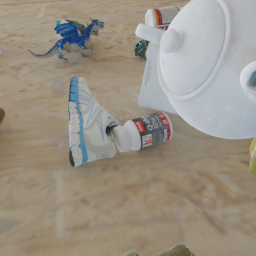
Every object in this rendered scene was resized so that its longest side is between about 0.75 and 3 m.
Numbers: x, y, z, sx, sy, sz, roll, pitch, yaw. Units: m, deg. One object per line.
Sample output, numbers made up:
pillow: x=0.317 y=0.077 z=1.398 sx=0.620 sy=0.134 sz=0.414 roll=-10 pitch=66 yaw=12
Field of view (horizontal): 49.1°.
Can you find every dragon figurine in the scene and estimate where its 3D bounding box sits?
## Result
dragon figurine: x=-2.169 y=-3.152 z=10.114 sx=2.933 sy=0.863 sz=1.458 roll=-14 pitch=69 yaw=-17

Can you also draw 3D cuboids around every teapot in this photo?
teapot: x=1.202 y=-1.015 z=3.995 sx=1.741 sy=2.384 sz=2.353 roll=10 pitch=68 yaw=-26

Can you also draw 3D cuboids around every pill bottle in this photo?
pill bottle: x=1.813 y=-4.783 z=12.344 sx=1.909 sy=1.046 sz=1.046 roll=-13 pitch=42 yaw=-15
pill bottle: x=0.351 y=0.110 z=6.750 sx=1.300 sy=0.753 sz=0.753 roll=-17 pitch=43 yaw=-20

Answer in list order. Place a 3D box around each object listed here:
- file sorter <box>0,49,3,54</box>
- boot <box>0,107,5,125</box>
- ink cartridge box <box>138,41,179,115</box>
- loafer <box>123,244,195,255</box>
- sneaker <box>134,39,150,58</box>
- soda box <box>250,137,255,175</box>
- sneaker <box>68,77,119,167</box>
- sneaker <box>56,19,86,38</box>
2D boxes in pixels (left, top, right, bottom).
file sorter: x=-6.051 y=-3.508 z=10.703 sx=1.966 sy=1.224 sz=1.364 roll=32 pitch=49 yaw=33
boot: x=-4.127 y=0.242 z=6.833 sx=1.728 sy=0.751 sz=2.077 roll=-5 pitch=41 yaw=14
ink cartridge box: x=1.681 y=-1.188 z=7.187 sx=2.285 sy=1.653 sz=1.682 roll=14 pitch=13 yaw=15
loafer: x=-0.113 y=2.374 z=3.903 sx=2.856 sy=1.086 sz=0.963 roll=-3 pitch=38 yaw=-19
sneaker: x=0.730 y=-3.265 z=10.857 sx=0.839 sy=0.714 sz=1.840 roll=8 pitch=39 yaw=15
soda box: x=4.140 y=0.673 z=5.983 sx=2.755 sy=0.882 sz=0.933 roll=12 pitch=42 yaw=13
sneaker: x=-0.899 y=-0.244 z=7.113 sx=1.242 sy=1.075 sz=2.867 roll=-2 pitch=48 yaw=-12
sneaker: x=-2.071 y=-3.943 z=11.528 sx=1.086 sy=0.923 sz=2.380 roll=-17 pitch=47 yaw=-30
